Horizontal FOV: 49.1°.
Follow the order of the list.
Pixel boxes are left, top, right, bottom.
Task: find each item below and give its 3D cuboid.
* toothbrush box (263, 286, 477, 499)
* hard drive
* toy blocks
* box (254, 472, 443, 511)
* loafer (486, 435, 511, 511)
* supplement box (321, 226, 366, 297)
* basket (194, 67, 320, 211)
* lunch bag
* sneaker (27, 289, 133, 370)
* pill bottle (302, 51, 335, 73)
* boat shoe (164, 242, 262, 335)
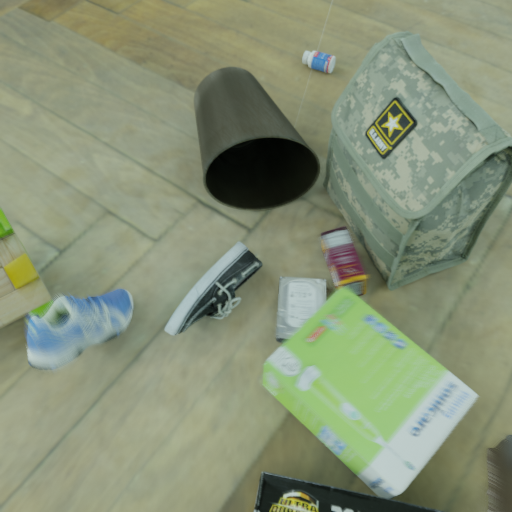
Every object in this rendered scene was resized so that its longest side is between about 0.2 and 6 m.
[{"bbox_3d":[1.470,1.839,7.694,2.309,0.994,1.681,39,67,21],"label":"toothbrush box"},{"bbox_3d":[0.726,0.865,8.948,0.778,0.211,1.114,4,59,2],"label":"hard drive"},{"bbox_3d":[-4.593,0.171,8.414,2.091,1.529,3.059,-29,93,-19],"label":"toy blocks"},{"bbox_3d":[1.331,4.135,6.362,3.171,0.782,2.532,9,54,6],"label":"box"},{"bbox_3d":[2.572,3.262,5.770,1.023,1.052,2.881,-23,38,40],"label":"loafer"},{"bbox_3d":[1.419,0.120,9.158,0.446,0.575,1.042,-16,57,0],"label":"supplement box"},{"bbox_3d":[-0.237,-2.244,10.298,2.173,1.639,2.410,1,47,-28],"label":"basket"},{"bbox_3d":[2.403,-1.461,8.754,1.894,3.222,2.642,-19,58,-13],"label":"lunch bag"},{"bbox_3d":[-2.525,0.911,8.272,0.730,0.742,1.927,11,27,26],"label":"sneaker"},{"bbox_3d":[1.391,-4.345,12.495,0.681,0.382,0.382,20,58,13],"label":"pill bottle"},{"bbox_3d":[-0.609,0.619,8.854,0.688,0.744,2.015,40,49,3],"label":"boat shoe"}]
